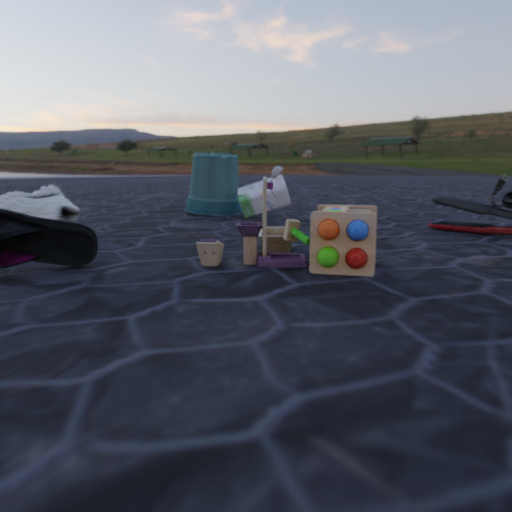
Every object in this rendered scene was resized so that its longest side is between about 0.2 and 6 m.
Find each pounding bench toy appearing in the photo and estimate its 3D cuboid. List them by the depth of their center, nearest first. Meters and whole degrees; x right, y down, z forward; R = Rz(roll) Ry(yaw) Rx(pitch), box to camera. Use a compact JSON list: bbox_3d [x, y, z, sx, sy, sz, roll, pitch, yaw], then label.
[{"bbox_3d":[1.077,-0.262,8.631,1.514,0.941,1.181,2,11,13],"label":"pounding bench toy"}]

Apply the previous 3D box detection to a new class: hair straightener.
[{"bbox_3d":[5.263,-1.069,11.977,0.710,1.335,3.470,-6,12,-34],"label":"hair straightener"}]

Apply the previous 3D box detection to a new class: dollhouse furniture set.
[{"bbox_3d":[-0.042,-0.772,9.678,1.744,1.562,2.201,0,10,1],"label":"dollhouse furniture set"}]

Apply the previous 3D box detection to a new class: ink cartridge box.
[{"bbox_3d":[0.215,-1.654,15.468,1.325,0.580,0.963,-19,28,6],"label":"ink cartridge box"}]

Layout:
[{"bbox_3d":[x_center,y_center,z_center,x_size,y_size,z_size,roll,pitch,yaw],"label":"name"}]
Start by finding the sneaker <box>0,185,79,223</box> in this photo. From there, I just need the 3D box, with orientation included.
[{"bbox_3d":[-4.917,-0.876,12.307,1.003,0.930,2.475,33,30,11],"label":"sneaker"}]

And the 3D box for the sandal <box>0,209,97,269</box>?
[{"bbox_3d":[-3.597,-0.196,8.283,2.418,0.909,0.579,3,34,-18],"label":"sandal"}]

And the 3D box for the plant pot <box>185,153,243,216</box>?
[{"bbox_3d":[-1.230,-2.157,16.645,1.752,1.716,1.752,3,14,-1],"label":"plant pot"}]
